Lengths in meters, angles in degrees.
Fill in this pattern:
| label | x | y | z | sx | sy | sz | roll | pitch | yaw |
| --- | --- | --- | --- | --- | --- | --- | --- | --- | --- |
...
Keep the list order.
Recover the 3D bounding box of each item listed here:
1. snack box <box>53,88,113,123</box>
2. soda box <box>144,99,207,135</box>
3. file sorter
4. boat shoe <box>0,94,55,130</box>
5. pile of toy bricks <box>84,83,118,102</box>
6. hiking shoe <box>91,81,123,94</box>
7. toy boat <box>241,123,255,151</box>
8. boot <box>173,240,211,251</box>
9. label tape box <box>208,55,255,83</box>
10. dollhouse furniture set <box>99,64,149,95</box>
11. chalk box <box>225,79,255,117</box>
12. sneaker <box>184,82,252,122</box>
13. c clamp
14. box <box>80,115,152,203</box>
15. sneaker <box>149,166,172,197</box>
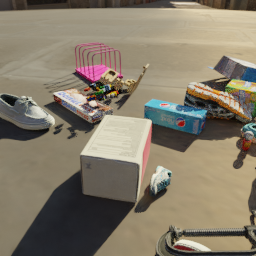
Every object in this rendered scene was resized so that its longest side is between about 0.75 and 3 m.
| label | x | y | z | sx | sy | sz | roll | pitch | yaw |
| --- | --- | --- | --- | --- | --- | --- | --- | --- | --- |
| snack box | -1.722 | -0.888 | 10.407 | 0.953 | 0.322 | 2.651 | -22 | 35 | -35 |
| soda box | 1.520 | -0.392 | 9.180 | 1.940 | 0.623 | 0.658 | 16 | 32 | 27 |
| file sorter | -1.486 | -3.278 | 13.689 | 1.576 | 1.423 | 2.268 | -16 | 32 | -27 |
| boat shoe | -3.503 | -0.615 | 9.315 | 2.475 | 0.881 | 0.863 | 16 | 32 | 27 |
| pile of toy bricks | -0.939 | -1.325 | 9.950 | 1.199 | 0.665 | 0.592 | -10 | 19 | 27 |
| hiking shoe | -0.878 | -1.684 | 11.694 | 1.340 | 0.507 | 0.674 | -1 | 25 | -3 |
| toy boat | 3.710 | 0.210 | 8.124 | 1.222 | 0.568 | 1.027 | -23 | 36 | -37 |
| boot | 1.074 | 2.408 | 4.130 | 1.484 | 0.537 | 1.070 | 28 | 40 | 35 |
| label tape box | 5.097 | -2.574 | 12.544 | 1.910 | 0.838 | 2.648 | 8 | 26 | -20 |
| dollhouse furniture set | -0.134 | -2.294 | 11.580 | 1.451 | 1.183 | 1.380 | 30 | 33 | -1 |
| chalk box | 4.327 | -1.057 | 10.063 | 1.540 | 0.953 | 0.958 | 16 | 33 | 28 |
| sneaker | 3.039 | -0.732 | 9.620 | 2.399 | 0.926 | 0.939 | 25 | 36 | 6 |
| c clamp | 1.549 | 1.941 | 4.839 | 2.233 | 0.302 | 1.908 | -3 | 4 | -1 |
| box | -0.201 | 0.638 | 6.753 | 1.288 | 1.097 | 2.014 | 7 | 29 | 10 |
| sneaker | 0.766 | 1.222 | 6.457 | 0.431 | 0.388 | 0.999 | 13 | 31 | 16 |
